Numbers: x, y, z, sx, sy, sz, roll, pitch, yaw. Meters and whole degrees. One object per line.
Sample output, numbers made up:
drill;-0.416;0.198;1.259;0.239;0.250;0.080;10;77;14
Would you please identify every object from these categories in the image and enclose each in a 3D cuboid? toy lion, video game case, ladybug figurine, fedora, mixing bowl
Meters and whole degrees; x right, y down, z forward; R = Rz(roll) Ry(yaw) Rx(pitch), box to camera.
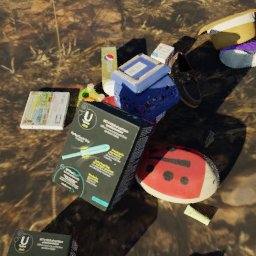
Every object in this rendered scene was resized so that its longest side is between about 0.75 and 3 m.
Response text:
toy lion;-1.537;-1.064;11.107;1.123;0.402;1.172;-37;62;-14
video game case;-3.186;-0.713;10.923;1.589;0.200;1.746;2;55;1
ladybug figurine;1.534;1.341;8.935;2.830;1.018;1.921;6;55;4
fedora;4.687;-4.292;12.523;2.960;2.960;1.207;-19;98;-13
mixing bowl;-0.196;0.072;9.696;2.289;1.240;2.289;-1;55;1

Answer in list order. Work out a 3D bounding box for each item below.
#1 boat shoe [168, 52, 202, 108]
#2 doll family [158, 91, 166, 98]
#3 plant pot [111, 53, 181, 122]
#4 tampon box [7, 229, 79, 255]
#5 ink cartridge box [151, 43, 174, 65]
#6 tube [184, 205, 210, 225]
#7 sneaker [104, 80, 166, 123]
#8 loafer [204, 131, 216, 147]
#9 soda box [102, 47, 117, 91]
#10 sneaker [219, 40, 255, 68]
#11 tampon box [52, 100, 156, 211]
boat shoe;2.319;-2.014;11.321;0.902;0.901;2.563;-1;53;-29
doll family;1.508;-1.415;11.317;1.115;0.503;0.692;30;50;-4
plant pot;0.474;-1.325;8.823;1.630;1.465;1.630;-36;47;-15
tampon box;-2.248;3.792;7.023;1.517;1.278;2.024;6;55;4
ink cartridge box;1.503;-3.122;12.337;0.688;0.676;0.935;26;58;17
tube;2.109;2.665;8.520;0.760;0.197;0.220;27;20;24
sneaker;0.113;-0.983;10.629;2.652;0.969;0.939;27;54;17
loafer;2.952;0.410;10.061;0.254;0.287;0.755;21;57;20
soda box;-0.771;-2.536;11.914;0.651;0.688;2.032;-3;55;-2
sneaker;5.217;-3.394;12.497;2.545;0.885;1.266;0;49;-6
tampon box;-0.627;0.651;7.763;1.792;1.510;2.392;26;102;18
